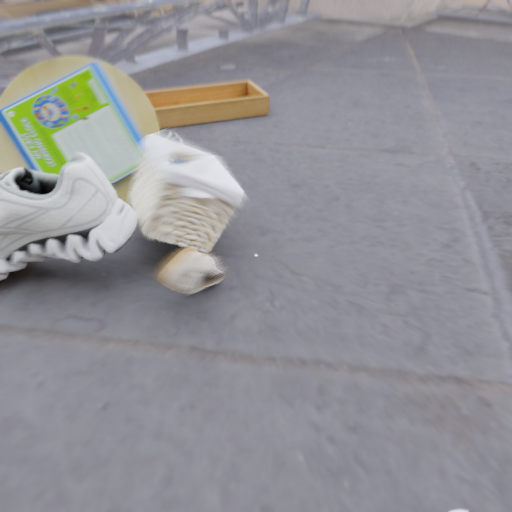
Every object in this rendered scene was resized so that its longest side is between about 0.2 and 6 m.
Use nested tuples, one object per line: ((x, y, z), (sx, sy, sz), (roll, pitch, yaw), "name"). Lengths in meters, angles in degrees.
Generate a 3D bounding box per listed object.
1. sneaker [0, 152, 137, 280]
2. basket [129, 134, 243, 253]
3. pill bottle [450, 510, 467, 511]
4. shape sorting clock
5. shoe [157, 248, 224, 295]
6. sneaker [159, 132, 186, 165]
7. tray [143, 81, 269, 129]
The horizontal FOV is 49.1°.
((-3.507, -0.493, 7.942), (3.496, 1.417, 1.313), (-15, 36, 11), "sneaker")
((-1.168, -0.978, 8.675), (1.249, 1.137, 1.843), (16, 20, -27), "basket")
((1.741, 2.622, 4.403), (0.577, 0.577, 1.040), (-9, 34, -13), "pill bottle")
((-3.099, -2.022, 9.750), (2.819, 2.819, 0.553), (-8, 4, -12), "shape sorting clock")
((-0.826, 0.223, 7.522), (0.428, 0.561, 1.605), (40, 10, 10), "shoe")
((-2.291, -1.556, 10.695), (2.121, 0.954, 0.831), (-16, 61, 4), "sneaker")
((-1.343, -3.909, 14.415), (3.045, 0.564, 1.502), (-11, 34, -18), "tray")
